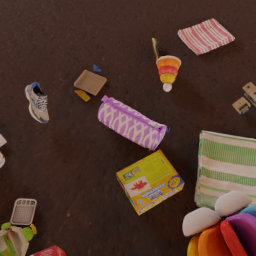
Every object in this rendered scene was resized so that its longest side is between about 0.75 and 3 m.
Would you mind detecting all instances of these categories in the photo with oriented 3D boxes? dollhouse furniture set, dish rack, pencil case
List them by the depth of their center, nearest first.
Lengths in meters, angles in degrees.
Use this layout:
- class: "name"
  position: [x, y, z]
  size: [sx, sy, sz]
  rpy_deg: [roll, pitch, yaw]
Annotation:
- class: "dish rack"
  position: [-3.167, 2.571, 8.553]
  size: [0.666, 0.169, 0.776]
  rpy_deg: [3, 58, 1]
- class: "pencil case"
  position: [0.138, -0.162, 9.747]
  size: [2.483, 1.062, 1.042]
  rpy_deg: [27, 64, 17]
- class: "dollhouse furniture set"
  position: [4.477, -1.062, 10.647]
  size: [1.046, 0.737, 0.733]
  rpy_deg: [-39, 61, 11]

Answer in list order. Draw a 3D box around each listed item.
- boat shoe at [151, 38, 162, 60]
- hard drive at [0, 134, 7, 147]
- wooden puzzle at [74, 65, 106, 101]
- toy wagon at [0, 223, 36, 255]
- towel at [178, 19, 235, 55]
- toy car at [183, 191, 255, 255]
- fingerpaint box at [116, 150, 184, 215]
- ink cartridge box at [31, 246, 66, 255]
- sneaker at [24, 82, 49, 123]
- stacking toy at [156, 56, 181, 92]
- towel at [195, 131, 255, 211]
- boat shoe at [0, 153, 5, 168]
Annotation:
- class: "boat shoe"
  position: [1.278, -3.492, 12.190]
  size: [0.405, 0.458, 1.250]
  rpy_deg: [-7, 58, 1]
- class: "hard drive"
  position: [-5.054, 0.323, 9.961]
  size: [1.302, 0.174, 0.859]
  rpy_deg: [40, 66, 23]
- class: "wooden puzzle"
  position: [-1.531, -1.821, 11.318]
  size: [1.106, 0.192, 1.639]
  rpy_deg: [32, 63, 14]
- class: "toy wagon"
  position: [-3.340, 3.345, 7.983]
  size: [1.598, 0.316, 1.240]
  rpy_deg: [-29, 63, -18]
- class: "towel"
  position: [3.554, -4.206, 12.718]
  size: [2.179, 0.326, 1.595]
  rpy_deg: [-25, 62, -15]
- class: "toy car"
  position: [2.856, 2.891, 7.154]
  size: [2.623, 1.967, 2.296]
  rpy_deg: [-22, 70, -14]
- class: "fingerpaint box"
  position: [0.684, 1.691, 8.842]
  size: [1.650, 0.605, 1.376]
  rpy_deg: [-27, 61, -15]
- class: "ink cartridge box"
  position: [-2.038, 4.066, 7.013]
  size: [1.187, 1.182, 1.634]
  rpy_deg: [-19, 60, -12]
- class: "sneaker"
  position: [-3.200, -0.934, 10.043]
  size: [0.611, 0.675, 1.585]
  rpy_deg: [-13, 75, -57]
- class: "stacking toy"
  position: [1.601, -2.093, 11.223]
  size: [1.000, 1.000, 1.369]
  rpy_deg: [4, 77, 3]
- class: "towel"
  position: [3.304, 1.416, 9.191]
  size: [2.090, 0.321, 2.741]
  rpy_deg: [9, 58, 5]
- class: "boat shoe"
  position: [-4.893, 1.460, 8.814]
  size: [0.779, 0.899, 2.109]
  rpy_deg: [35, 64, 20]
